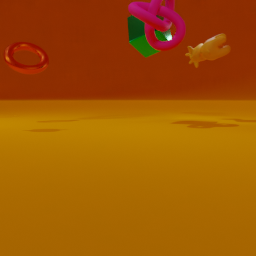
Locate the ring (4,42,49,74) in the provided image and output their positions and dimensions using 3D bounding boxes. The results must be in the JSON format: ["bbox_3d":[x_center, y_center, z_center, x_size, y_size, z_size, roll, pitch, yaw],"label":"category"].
[{"bbox_3d":[-3.642,-2.535,10.092,1.546,1.546,0.309,-3,-34,-27],"label":"ring"}]

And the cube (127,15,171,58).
[{"bbox_3d":[0.730,-3.255,9.462,1.083,1.083,1.083,-17,-25,30],"label":"cube"}]

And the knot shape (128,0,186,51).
[{"bbox_3d":[0.999,-3.196,8.439,1.851,1.732,0.855,-30,6,-30],"label":"knot shape"}]

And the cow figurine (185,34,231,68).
[{"bbox_3d":[2.912,-2.835,10.417,1.646,0.918,1.673,-20,13,26],"label":"cow figurine"}]
